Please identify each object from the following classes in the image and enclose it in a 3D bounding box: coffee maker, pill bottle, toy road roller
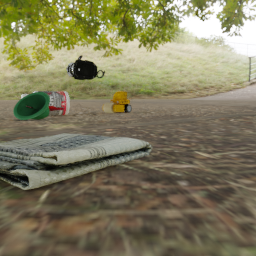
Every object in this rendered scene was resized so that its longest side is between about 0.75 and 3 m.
[{"bbox_3d":[-1.687,-2.165,10.824,1.180,0.828,1.229,31,-3,-24],"label":"coffee maker"},{"bbox_3d":[-3.241,-0.966,10.988,1.730,0.957,0.957,-3,8,-27],"label":"pill bottle"},{"bbox_3d":[-0.481,-1.178,12.715,0.811,0.964,1.320,6,9,41],"label":"toy road roller"}]

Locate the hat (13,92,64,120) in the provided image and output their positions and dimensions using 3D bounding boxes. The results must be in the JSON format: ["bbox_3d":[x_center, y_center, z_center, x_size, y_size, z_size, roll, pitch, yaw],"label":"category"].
[{"bbox_3d":[-2.941,-0.418,9.566,1.435,1.263,1.189,-24,51,-6],"label":"hat"}]

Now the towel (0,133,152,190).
[{"bbox_3d":[-0.929,0.257,3.529,1.793,0.322,1.862,6,10,38],"label":"towel"}]
